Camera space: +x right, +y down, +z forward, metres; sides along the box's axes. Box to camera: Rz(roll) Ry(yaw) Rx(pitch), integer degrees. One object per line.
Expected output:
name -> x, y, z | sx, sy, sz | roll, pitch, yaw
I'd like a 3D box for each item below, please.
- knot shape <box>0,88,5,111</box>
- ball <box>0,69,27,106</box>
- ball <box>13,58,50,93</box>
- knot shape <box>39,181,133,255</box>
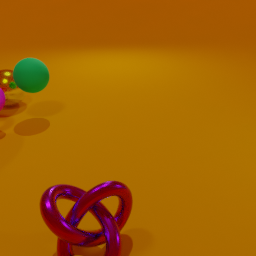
knot shape -> -3.739, -0.349, 6.733 | 1.515, 0.700, 1.417 | -31, 22, 21
ball -> -3.544, -1.178, 8.251 | 1.080, 1.080, 1.080 | 0, 28, 0
ball -> -2.497, -1.355, 7.254 | 0.902, 0.902, 0.902 | 0, 28, 0
knot shape -> -0.591, 1.191, 3.686 | 1.241, 0.613, 1.326 | 35, 58, -8
